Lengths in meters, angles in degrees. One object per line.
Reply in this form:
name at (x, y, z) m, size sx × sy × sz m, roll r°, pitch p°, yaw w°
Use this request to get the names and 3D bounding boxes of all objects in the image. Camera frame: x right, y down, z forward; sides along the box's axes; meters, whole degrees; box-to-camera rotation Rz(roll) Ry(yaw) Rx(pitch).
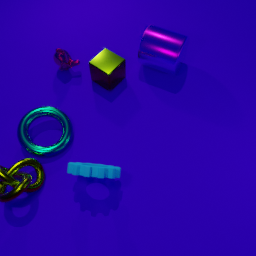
cylinder at (1.232, -2.706, 9.732) m, size 1.394 × 1.394 × 1.394 m, roll 23°, pitch 61°, yaw 13°
ring at (-2.495, 0.092, 8.480) m, size 1.640 × 0.328 × 1.640 m, roll 4°, pitch 68°, yaw -9°
cube at (-0.687, -1.985, 9.596) m, size 0.897 × 0.897 × 0.897 m, roll 34°, pitch 64°, yaw 19°
gear at (-0.892, 1.117, 7.435) m, size 1.379 × 1.379 × 0.255 m, roll 6°, pitch 86°, yaw 3°
monkey head at (-2.167, -2.438, 9.851) m, size 0.861 × 1.197 × 0.721 m, roll -16°, pitch 91°, yaw -2°
knot shape at (-2.912, 1.323, 7.560) m, size 1.381 × 0.682 × 1.476 m, roll -8°, pitch 36°, yaw -41°
